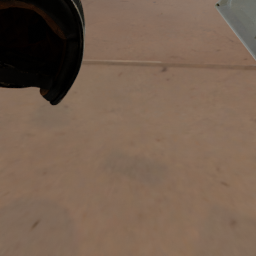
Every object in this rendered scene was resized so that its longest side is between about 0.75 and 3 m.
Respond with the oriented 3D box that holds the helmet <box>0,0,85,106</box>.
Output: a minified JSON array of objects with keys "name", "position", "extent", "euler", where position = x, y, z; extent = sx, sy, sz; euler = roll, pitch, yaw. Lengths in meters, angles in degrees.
[{"name":"helmet","position":[-1.488,-1.274,3.591],"extent":[1.956,1.956,1.865],"euler":[-16,36,-19]}]

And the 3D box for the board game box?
[{"name":"board game box","position":[2.100,-1.088,2.805],"extent":[1.406,1.381,2.682],"euler":[54,32,3]}]
